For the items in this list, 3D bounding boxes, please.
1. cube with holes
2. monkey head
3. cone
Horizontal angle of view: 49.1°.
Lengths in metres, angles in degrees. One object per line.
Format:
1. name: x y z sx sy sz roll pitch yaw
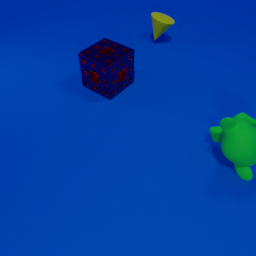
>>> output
1. cube with holes: -0.594 -1.729 8.119 1.115 1.115 1.115 29 52 26
2. monkey head: 2.255 0.297 6.024 1.180 1.640 0.988 -5 33 40
3. cone: 1.074 -3.452 9.811 0.847 0.850 0.847 12 41 -11
